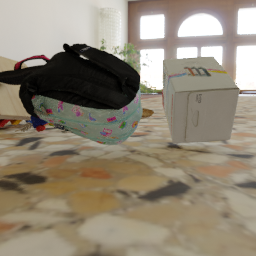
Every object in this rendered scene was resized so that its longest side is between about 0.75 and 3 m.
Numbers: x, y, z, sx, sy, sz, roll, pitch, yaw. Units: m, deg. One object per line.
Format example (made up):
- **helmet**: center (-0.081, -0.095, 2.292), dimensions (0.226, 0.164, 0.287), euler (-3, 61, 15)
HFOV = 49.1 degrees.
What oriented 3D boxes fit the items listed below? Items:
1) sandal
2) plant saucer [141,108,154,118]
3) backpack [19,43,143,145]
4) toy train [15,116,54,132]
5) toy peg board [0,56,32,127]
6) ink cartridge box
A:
- **sandal**: center (-2.507, -1.558, 7.402), dimensions (2.686, 0.605, 1.009), euler (2, -8, 32)
- **plant saucer**: center (0.638, -0.590, 11.416), dimensions (0.849, 0.150, 0.849), euler (1, 23, -1)
- **backpack**: center (-0.729, -0.607, 5.381), dimensions (2.111, 1.336, 1.762), euler (18, 56, 19)
- **toy train**: center (-2.360, -0.187, 7.931), dimensions (1.477, 0.625, 0.855), euler (-23, -12, 19)
- **toy peg board**: center (-3.917, -1.019, 8.784), dimensions (1.146, 2.343, 2.333), euler (-35, -13, 19)
- **ink cartridge box**: center (1.536, -0.693, 6.445), dimensions (1.319, 1.325, 1.823), euler (-4, 35, 1)
